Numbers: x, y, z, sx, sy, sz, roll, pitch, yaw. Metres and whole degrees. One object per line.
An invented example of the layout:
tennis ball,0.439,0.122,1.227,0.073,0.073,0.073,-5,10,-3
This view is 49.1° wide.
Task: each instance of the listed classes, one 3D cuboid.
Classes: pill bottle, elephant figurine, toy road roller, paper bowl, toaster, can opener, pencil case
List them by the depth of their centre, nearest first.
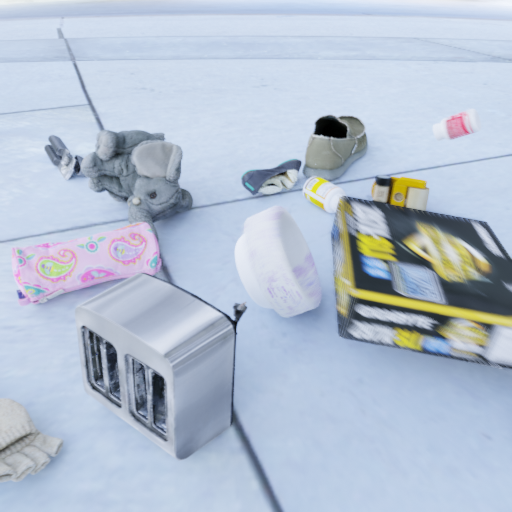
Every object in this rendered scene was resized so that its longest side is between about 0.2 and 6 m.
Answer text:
toaster,-1.189,1.279,6.989,1.807,1.998,1.186,23,34,31
paper bowl,0.301,0.146,9.113,0.921,1.771,1.771,-21,27,18
pencil case,-2.946,0.128,9.793,2.481,1.085,1.085,-14,34,-21
elephant figurine,-2.203,-1.484,12.002,2.777,2.154,1.965,34,8,26
toy road roller,3.219,-1.405,12.507,1.293,0.794,0.944,14,23,22
pill bottle,4.477,-2.894,12.523,0.925,0.519,0.519,-14,21,35
pill bottle,1.586,-1.335,12.529,0.596,0.596,1.092,-19,37,-28
can opener,-4.967,-2.540,14.712,0.742,0.592,2.220,19,16,-38

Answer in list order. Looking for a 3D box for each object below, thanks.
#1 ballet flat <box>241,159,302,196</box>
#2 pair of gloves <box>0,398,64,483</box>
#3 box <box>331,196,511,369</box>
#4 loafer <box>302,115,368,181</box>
ballet flat,0.503,-1.820,13.375,1.947,0.711,0.711,-20,36,-39
pair of gloves,-3.799,2.540,6.408,2.145,0.442,2.523,12,31,26
box,2.595,0.247,8.639,2.725,0.842,3.412,9,28,1
loafer,2.208,-3.149,14.855,1.336,1.237,3.553,11,33,17
